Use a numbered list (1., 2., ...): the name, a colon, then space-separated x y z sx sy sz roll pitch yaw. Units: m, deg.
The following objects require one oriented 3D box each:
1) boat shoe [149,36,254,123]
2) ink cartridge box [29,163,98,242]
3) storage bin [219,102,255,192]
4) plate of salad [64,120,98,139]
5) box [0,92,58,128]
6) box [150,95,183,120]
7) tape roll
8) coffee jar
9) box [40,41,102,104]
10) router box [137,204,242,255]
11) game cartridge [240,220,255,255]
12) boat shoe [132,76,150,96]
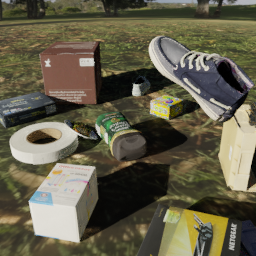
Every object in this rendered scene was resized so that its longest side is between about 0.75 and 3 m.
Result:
1. boat shoe: 1.442 -1.258 5.633 0.892 1.108 2.389 -41 79 -20
2. ink cartridge box: -1.368 1.586 6.478 1.036 1.010 1.612 5 28 9
3. storage bin: 3.180 0.476 7.728 0.872 1.860 1.847 2 27 6
4. plate of salad: -1.607 -0.002 9.779 1.294 0.311 1.294 28 10 -6
5. box: -4.322 -0.831 11.672 2.201 0.562 1.736 -19 32 -33
6. box: 1.614 -0.883 11.732 0.970 0.614 1.007 21 34 37
7. tape roll: -2.782 0.441 9.385 2.215 0.405 2.215 0 27 0
8. coffee jar: -0.251 0.251 9.200 1.104 0.903 2.117 -11 30 -21
9. box: -2.546 -2.711 13.379 2.356 2.332 2.840 0 27 1
10. router box: 1.063 2.451 5.029 1.705 0.566 2.168 6 31 22
11. game cartridge: 2.393 2.478 5.569 0.930 0.275 1.435 -4 27 -10
12. boat shoe: 0.705 -2.268 14.296 0.708 0.723 2.029 7 28 14
